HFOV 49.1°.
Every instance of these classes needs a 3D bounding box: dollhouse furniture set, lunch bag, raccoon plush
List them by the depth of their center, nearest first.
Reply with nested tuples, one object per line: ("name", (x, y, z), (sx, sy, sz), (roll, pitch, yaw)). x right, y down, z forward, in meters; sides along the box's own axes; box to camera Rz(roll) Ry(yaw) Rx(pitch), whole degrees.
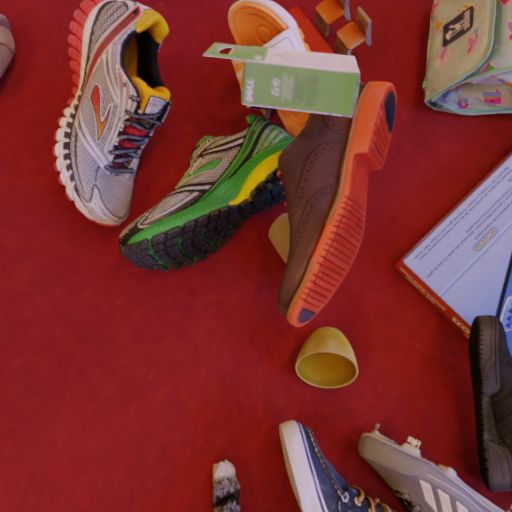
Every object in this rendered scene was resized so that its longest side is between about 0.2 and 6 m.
("raccoon plush", (0.169, 3.660, 7.037), (1.389, 1.003, 2.073), (1, 73, -8))
("dollhouse furniture set", (0.915, -2.974, 8.687), (2.092, 1.078, 2.070), (-34, 76, 2))
("lunch bag", (3.955, -3.418, 8.695), (2.598, 1.584, 2.213), (0, 72, 26))

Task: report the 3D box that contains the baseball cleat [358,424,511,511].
("baseball cleat", (2.353, 3.437, 7.042), (2.814, 0.981, 1.498), (30, 76, 9))

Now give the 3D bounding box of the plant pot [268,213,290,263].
("plant pot", (0.682, -0.166, 8.072), (0.982, 0.920, 0.920), (39, 77, 22))

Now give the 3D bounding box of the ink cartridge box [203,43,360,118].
("ink cartridge box", (0.259, -1.850, 5.825), (1.547, 0.459, 0.803), (7, 31, 2))

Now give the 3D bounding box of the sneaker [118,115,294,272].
("sneaker", (-0.721, -0.928, 8.365), (3.148, 1.228, 1.341), (-36, 69, -19))

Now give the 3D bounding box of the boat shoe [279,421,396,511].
("boat shoe", (1.286, 3.322, 7.124), (1.286, 1.002, 2.833), (-20, 82, -6))

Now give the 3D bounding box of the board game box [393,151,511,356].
("board game box", (5.005, -0.696, 8.501), (5.482, 0.533, 2.822), (-42, 76, -11))

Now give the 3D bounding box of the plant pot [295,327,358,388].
("plant pot", (0.996, 1.357, 7.819), (0.843, 0.843, 0.599), (9, 44, 3))

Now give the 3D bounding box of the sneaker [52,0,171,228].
("sneaker", (-1.982, -1.996, 7.987), (1.329, 1.259, 3.236), (11, 102, 25))

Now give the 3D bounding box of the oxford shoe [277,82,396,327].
("oxford shoe", (0.777, -0.696, 7.058), (1.150, 1.128, 3.170), (17, 83, 25))

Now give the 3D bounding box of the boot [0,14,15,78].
("boot", (-5.073, -3.270, 9.239), (2.171, 0.762, 1.587), (-4, 67, -2))

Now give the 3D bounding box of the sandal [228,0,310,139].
("sandal", (0.387, -2.260, 8.077), (0.831, 1.111, 2.901), (-43, 111, -33))

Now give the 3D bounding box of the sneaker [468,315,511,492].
("sneaker", (3.659, 2.126, 7.298), (1.469, 0.846, 2.816), (-5, 93, 11))
